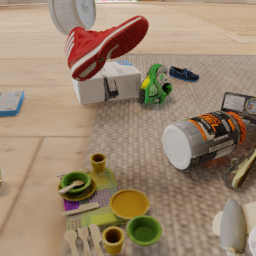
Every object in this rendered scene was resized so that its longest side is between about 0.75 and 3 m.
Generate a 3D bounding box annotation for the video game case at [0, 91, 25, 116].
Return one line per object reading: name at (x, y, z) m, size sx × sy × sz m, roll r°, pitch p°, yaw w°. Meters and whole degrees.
video game case at (-5.761, -0.946, 11.325) m, size 2.756 × 0.245 × 1.972 m, roll -5°, pitch 31°, yaw -8°

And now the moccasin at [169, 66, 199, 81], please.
moccasin at (2.785, -2.752, 14.096) m, size 1.644 × 0.560 × 0.661 m, roll 17°, pitch 34°, yaw 26°

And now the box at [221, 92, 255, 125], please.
box at (4.470, -0.460, 9.080) m, size 2.702 × 0.598 × 2.165 m, roll 13°, pitch -1°, yaw 20°

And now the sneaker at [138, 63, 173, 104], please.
sneaker at (1.353, -1.848, 12.247) m, size 1.245 × 1.141 × 2.924 m, roll 14°, pitch 41°, yaw 9°

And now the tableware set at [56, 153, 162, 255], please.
tableware set at (-0.544, 1.575, 6.378) m, size 2.004 × 0.457 × 2.975 m, roll -9°, pitch 32°, yaw -16°

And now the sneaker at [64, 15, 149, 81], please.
sneaker at (-0.683, -2.253, 6.771) m, size 2.227 × 0.872 × 1.286 m, roll -32°, pitch 69°, yaw 10°

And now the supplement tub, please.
supplement tub at (2.240, 0.279, 8.123) m, size 2.206 × 1.351 × 1.351 m, roll -16°, pitch 34°, yaw -25°

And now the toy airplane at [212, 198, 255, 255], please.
toy airplane at (2.714, 1.517, 4.477) m, size 2.044 × 2.896 × 2.884 m, roll -1°, pitch 26°, yaw -29°

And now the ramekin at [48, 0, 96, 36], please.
ramekin at (-1.897, -4.291, 10.003) m, size 0.974 × 1.856 × 1.856 m, roll 2°, pitch 29°, yaw 22°

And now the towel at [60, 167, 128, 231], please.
towel at (-0.883, 1.674, 6.865) m, size 1.405 × 0.223 × 1.956 m, roll -8°, pitch 32°, yaw -15°

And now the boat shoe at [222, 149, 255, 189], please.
boat shoe at (3.097, 0.983, 7.653) m, size 0.539 × 0.609 × 1.663 m, roll 26°, pitch 39°, yaw 29°

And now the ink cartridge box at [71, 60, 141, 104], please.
ink cartridge box at (-1.003, -2.077, 12.351) m, size 2.710 × 1.141 × 1.960 m, roll -9°, pitch 31°, yaw -15°

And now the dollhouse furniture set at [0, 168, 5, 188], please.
dollhouse furniture set at (-4.326, 0.875, 6.925) m, size 2.141 × 1.520 × 1.696 m, roll -13°, pitch 33°, yaw -21°
